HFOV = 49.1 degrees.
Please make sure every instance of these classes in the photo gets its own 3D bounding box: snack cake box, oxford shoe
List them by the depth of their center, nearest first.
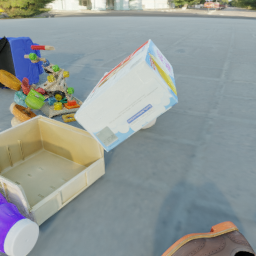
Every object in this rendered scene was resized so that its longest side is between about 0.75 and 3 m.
[{"bbox_3d":[1.241,2.141,4.522,1.947,0.693,0.706,-14,35,-25],"label":"oxford shoe"},{"bbox_3d":[0.076,-0.890,6.117,1.659,0.969,2.884,-37,16,20],"label":"snack cake box"}]

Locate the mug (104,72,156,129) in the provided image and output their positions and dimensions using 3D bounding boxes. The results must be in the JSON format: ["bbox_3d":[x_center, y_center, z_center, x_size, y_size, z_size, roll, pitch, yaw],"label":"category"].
[{"bbox_3d":[0.058,-0.901,9.431,1.873,1.828,2.282,9,33,0],"label":"mug"}]

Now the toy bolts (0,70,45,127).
[{"bbox_3d":[-3.813,-0.952,9.541,1.863,1.353,1.950,35,8,-19],"label":"toy bolts"}]

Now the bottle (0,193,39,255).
[{"bbox_3d":[-2.845,1.613,5.194,2.590,0.846,1.082,14,57,24],"label":"bottle"}]

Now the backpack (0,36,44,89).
[{"bbox_3d":[-5.552,-3.002,12.944,2.832,2.301,2.376,6,17,24],"label":"backpack"}]

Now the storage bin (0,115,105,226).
[{"bbox_3d":[-2.135,0.848,6.575,2.345,1.107,2.363,16,30,30],"label":"storage bin"}]

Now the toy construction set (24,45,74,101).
[{"bbox_3d":[-2.812,-2.018,10.787,1.730,2.252,1.878,6,32,20],"label":"toy construction set"}]

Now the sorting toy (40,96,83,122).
[{"bbox_3d":[-2.573,-0.939,10.913,1.553,0.376,2.758,-18,32,-31],"label":"sorting toy"}]
